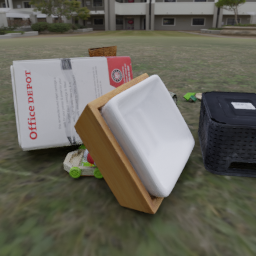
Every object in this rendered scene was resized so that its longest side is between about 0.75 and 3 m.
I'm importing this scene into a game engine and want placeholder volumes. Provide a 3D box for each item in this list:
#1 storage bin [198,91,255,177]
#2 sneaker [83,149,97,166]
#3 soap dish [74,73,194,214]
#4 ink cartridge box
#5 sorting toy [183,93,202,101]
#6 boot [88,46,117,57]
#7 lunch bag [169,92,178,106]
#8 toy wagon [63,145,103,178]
[{"bbox_3d":[2.887,0.011,7.249,1.858,1.288,2.748,3,23,8],"label":"storage bin"},{"bbox_3d":[-0.142,0.548,6.297,1.521,0.542,0.856,-21,30,-33],"label":"sneaker"},{"bbox_3d":[0.267,0.146,5.898,1.127,2.183,2.775,-27,7,31],"label":"soap dish"},{"bbox_3d":[-1.360,-0.644,7.411,2.943,2.160,1.220,-6,-1,-15],"label":"ink cartridge box"},{"bbox_3d":[3.477,-1.223,11.528,2.209,0.325,1.633,-4,23,-12],"label":"sorting toy"},{"bbox_3d":[-0.570,-2.304,11.685,2.076,2.205,0.755,-4,22,-9],"label":"boot"},{"bbox_3d":[1.315,-0.862,9.849,0.544,0.925,0.759,-16,28,-34],"label":"lunch bag"},{"bbox_3d":[-0.699,0.792,6.615,1.547,0.306,1.200,1,22,1],"label":"toy wagon"}]
